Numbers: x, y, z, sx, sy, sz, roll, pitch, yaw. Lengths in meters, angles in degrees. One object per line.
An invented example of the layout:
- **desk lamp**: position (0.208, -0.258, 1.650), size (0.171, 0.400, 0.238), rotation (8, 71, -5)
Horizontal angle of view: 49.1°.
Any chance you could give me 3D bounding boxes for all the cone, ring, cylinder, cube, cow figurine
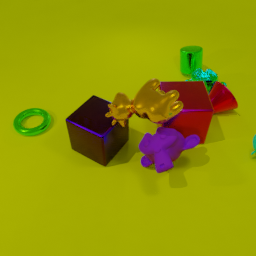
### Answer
- **cone**: position (2.679, -0.715, 8.967), size (1.130, 1.126, 1.126), rotation (-38, 52, 1)
- **ring**: position (-2.969, -0.208, 8.682), size (1.149, 0.230, 1.149), rotation (0, 45, 0)
- **cylinder**: position (2.336, -2.524, 10.356), size (0.828, 0.828, 0.828), rotation (-5, 32, 3)
- **cube**: position (-0.795, 0.060, 7.725), size (1.221, 1.221, 1.221), rotation (25, 50, 22)
- **cow figurine**: position (0.321, -0.464, 6.619), size (1.515, 0.845, 1.540), rotation (-40, 44, -7)
- **cube**: position (1.560, -0.445, 8.139), size (1.335, 1.335, 1.335), rotation (-1, 46, -1)

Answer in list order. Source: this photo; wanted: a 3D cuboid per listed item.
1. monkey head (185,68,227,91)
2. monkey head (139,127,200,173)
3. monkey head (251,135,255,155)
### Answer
- **monkey head**: position (2.595, -1.489, 9.596), size (1.471, 0.887, 1.059), rotation (8, 74, 21)
- **monkey head**: position (0.933, 0.624, 7.007), size (1.728, 1.041, 1.243), rotation (-26, 53, 21)
- **monkey head**: position (3.676, 0.352, 7.381), size (0.739, 1.027, 0.619), rotation (-13, 35, -37)
